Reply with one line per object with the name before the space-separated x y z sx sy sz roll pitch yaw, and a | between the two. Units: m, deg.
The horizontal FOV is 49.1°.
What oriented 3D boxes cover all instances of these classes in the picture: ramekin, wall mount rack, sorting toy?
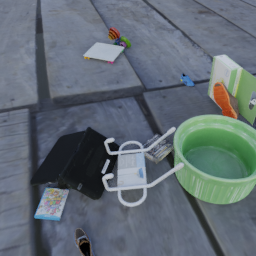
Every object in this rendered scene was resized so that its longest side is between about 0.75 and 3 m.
ramekin | 2.842 1.000 8.983 2.882 1.408 2.882 0 41 0
wall mount rack | 0.436 1.003 8.718 2.364 1.015 2.721 -8 40 5
sorting toy | -0.593 -5.104 16.352 1.583 0.951 0.650 42 82 -5

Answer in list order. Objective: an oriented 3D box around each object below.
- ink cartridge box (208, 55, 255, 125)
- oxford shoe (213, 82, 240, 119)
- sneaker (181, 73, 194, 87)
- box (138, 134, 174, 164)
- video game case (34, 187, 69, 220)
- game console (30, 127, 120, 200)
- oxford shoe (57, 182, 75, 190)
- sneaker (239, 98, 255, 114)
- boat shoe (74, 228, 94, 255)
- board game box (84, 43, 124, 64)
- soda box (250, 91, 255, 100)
ink cartridge box | 4.156 -1.523 11.137 0.619 1.878 2.580 -11 40 -10
oxford shoe | 3.886 -1.118 11.006 0.645 1.768 0.630 -43 27 -27
sneaker | 2.881 -2.326 13.567 0.307 0.365 0.931 -19 46 -23
box | 1.038 0.728 10.165 0.854 0.261 1.079 31 50 30
video game case | -2.303 2.289 8.524 0.756 0.094 1.056 4 42 4
game console | -1.710 1.251 9.602 2.127 1.408 2.418 32 43 -9
oxford shoe | -1.779 1.754 8.970 0.903 0.328 0.381 6 22 -7
sneaker | 5.602 -0.734 11.386 2.316 0.770 1.048 -11 77 13
boat shoe | -1.150 3.060 7.414 0.400 0.401 1.108 -21 45 -22
board game box | -1.337 -4.255 15.845 1.780 0.230 1.780 14 43 14
soda box | 6.655 -1.608 12.288 2.812 0.958 0.895 -7 42 -8
